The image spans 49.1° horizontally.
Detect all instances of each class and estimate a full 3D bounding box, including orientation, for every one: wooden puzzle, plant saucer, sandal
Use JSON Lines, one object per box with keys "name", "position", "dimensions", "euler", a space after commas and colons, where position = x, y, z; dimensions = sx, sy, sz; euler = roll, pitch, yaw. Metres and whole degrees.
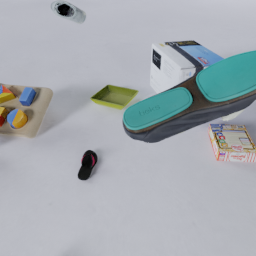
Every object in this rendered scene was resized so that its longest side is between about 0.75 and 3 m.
{"name": "wooden puzzle", "position": [-3.428, -0.628, 8.375], "dimensions": [1.913, 0.443, 1.772], "euler": [9, 61, 10]}
{"name": "plant saucer", "position": [-0.445, -1.040, 9.761], "dimensions": [1.298, 0.311, 1.300], "euler": [15, 36, 21]}
{"name": "sandal", "position": [-0.992, 0.854, 6.916], "dimensions": [0.394, 0.237, 1.050], "euler": [3, 33, 4]}

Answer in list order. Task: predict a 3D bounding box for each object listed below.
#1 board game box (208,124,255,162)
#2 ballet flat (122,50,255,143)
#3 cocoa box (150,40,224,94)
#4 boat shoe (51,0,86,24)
{"name": "board game box", "position": [2.801, 0.370, 7.588], "dimensions": [1.016, 0.311, 1.341], "euler": [2, 33, 4]}
{"name": "ballet flat", "position": [1.050, -0.360, 4.047], "dimensions": [2.324, 0.849, 0.849], "euler": [-23, 32, 11]}
{"name": "cocoa box", "position": [1.984, -1.801, 9.607], "dimensions": [1.698, 1.725, 2.587], "euler": [-8, 34, -13]}
{"name": "boat shoe", "position": [-0.961, -1.795, 4.223], "dimensions": [0.769, 0.268, 0.274], "euler": [32, 14, 30]}
